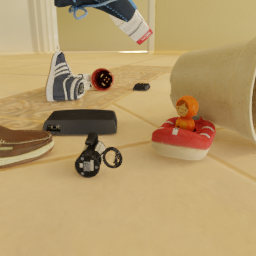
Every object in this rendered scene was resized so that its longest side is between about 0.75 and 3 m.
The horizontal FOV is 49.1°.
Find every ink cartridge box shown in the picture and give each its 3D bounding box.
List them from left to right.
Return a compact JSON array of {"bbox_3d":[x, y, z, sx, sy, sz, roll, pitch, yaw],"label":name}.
[{"bbox_3d":[0.011,-3.894,9.906,0.733,1.298,1.769,-37,-18,19],"label":"ink cartridge box"}]

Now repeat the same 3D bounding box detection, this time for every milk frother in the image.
[{"bbox_3d":[-0.563,0.582,5.953,0.890,0.803,0.837,20,21,-2],"label":"milk frother"}]

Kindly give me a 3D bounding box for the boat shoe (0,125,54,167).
[{"bbox_3d":[-3.161,0.261,6.209,2.978,1.102,1.100,-10,21,-26],"label":"boat shoe"}]

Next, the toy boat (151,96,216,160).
[{"bbox_3d":[1.398,-0.104,6.850,1.376,1.378,2.108,8,20,22],"label":"toy boat"}]

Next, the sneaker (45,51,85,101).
[{"bbox_3d":[-2.709,-2.359,12.691,1.598,1.032,2.946,1,53,-2],"label":"sneaker"}]

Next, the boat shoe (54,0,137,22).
[{"bbox_3d":[-1.053,-2.411,4.716,2.485,0.853,1.046,26,10,-16],"label":"boat shoe"}]

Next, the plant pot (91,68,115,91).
[{"bbox_3d":[-1.215,-2.506,14.506,1.164,1.164,1.132,3,11,8],"label":"plant pot"}]

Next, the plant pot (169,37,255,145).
[{"bbox_3d":[2.754,-1.140,7.781,2.948,2.948,2.699,-17,20,-40],"label":"plant pot"}]

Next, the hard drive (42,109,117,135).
[{"bbox_3d":[-1.408,-0.208,8.583,2.157,0.456,1.455,0,19,-1],"label":"hard drive"}]

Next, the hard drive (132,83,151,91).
[{"bbox_3d":[0.716,-2.157,14.619,0.804,0.252,1.192,5,20,15],"label":"hard drive"}]

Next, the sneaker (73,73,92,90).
[{"bbox_3d":[-2.947,-2.412,14.325,1.471,0.902,2.260,27,42,37],"label":"sneaker"}]
